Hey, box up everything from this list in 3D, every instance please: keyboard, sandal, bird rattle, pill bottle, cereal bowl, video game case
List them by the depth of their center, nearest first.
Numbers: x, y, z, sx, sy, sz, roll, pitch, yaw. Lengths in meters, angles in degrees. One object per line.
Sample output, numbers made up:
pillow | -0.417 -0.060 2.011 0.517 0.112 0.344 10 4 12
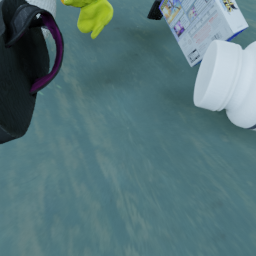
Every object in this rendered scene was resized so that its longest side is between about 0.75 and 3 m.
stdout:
sandal | -0.899 -0.694 2.625 0.531 0.834 2.219 -20 39 6
pill bottle | 2.522 -0.644 4.736 2.538 1.517 1.517 14 45 0
cereal bowl | -2.480 -2.194 5.179 2.406 2.406 1.002 -14 55 -14
video game case | 1.679 -2.707 6.720 0.477 2.098 1.902 -29 90 -14
bird rattle | -0.760 -4.215 8.174 2.404 1.661 2.949 27 70 39
keyboard | 1.163 -3.832 9.157 0.892 0.145 1.403 -3 1 -6
